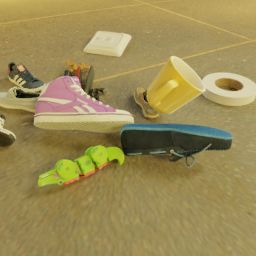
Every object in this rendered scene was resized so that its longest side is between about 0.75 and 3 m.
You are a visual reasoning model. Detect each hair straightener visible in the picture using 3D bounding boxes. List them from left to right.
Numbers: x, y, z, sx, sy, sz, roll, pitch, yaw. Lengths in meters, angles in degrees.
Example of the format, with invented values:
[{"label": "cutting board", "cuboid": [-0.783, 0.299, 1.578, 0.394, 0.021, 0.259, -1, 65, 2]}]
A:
[{"label": "hair straightener", "cuboid": [-1.307, -1.376, 9.892, 1.125, 0.598, 2.923, -3, 38, -3]}]

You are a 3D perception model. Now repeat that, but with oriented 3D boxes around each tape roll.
[{"label": "tape roll", "cuboid": [3.654, -1.451, 10.202, 1.956, 0.357, 1.956, 1, 36, 0]}]

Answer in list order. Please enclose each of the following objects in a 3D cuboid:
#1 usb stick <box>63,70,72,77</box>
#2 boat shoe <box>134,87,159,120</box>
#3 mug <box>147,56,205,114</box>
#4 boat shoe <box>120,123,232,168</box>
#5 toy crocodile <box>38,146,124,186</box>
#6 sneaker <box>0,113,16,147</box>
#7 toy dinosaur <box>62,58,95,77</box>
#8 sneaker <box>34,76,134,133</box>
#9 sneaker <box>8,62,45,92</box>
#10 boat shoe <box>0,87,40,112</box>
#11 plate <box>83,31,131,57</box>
[{"label": "usb stick", "cuboid": [-2.231, -1.519, 10.140, 0.311, 0.529, 1.909, -10, 36, 1]}, {"label": "boat shoe", "cuboid": [0.643, -1.007, 9.348, 0.634, 0.673, 1.768, -10, 38, -14]}, {"label": "mug", "cuboid": [1.173, -1.170, 8.182, 1.709, 1.403, 1.369, 12, 44, -44]}, {"label": "boat shoe", "cuboid": [1.211, 0.405, 7.295, 2.795, 0.960, 1.176, 4, 11, 21]}, {"label": "toy crocodile", "cuboid": [-1.123, 0.939, 6.839, 2.185, 0.675, 0.737, -22, 2, -25]}, {"label": "sneaker", "cuboid": [-3.788, -0.086, 8.137, 1.742, 0.658, 1.003, 13, 41, 20]}, {"label": "toy dinosaur", "cuboid": [-2.176, -2.395, 11.327, 1.773, 0.536, 0.942, -26, 45, -30]}, {"label": "sneaker", "cuboid": [-1.224, -0.776, 8.118, 2.883, 1.045, 1.644, 5, 71, 2]}, {"label": "sneaker", "cuboid": [-3.895, -1.970, 10.520, 1.919, 0.811, 0.719, 23, 43, 27]}, {"label": "boat shoe", "cuboid": [-3.627, -1.046, 9.385, 1.938, 0.690, 0.676, 11, 38, 14]}, {"label": "plate", "cuboid": [-0.994, -4.202, 13.642, 1.924, 0.311, 1.919, 11, 49, 14]}]
